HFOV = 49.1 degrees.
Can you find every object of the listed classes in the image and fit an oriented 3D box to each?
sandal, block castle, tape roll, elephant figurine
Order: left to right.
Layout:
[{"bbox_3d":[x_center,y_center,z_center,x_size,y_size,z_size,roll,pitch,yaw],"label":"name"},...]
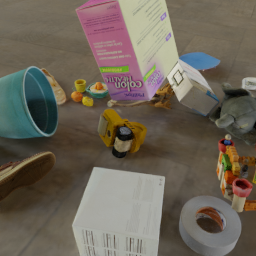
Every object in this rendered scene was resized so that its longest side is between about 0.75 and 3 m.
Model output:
[{"bbox_3d":[-3.393,-2.001,11.617,1.023,0.918,2.791,-24,45,-27],"label":"sandal"},{"bbox_3d":[1.924,2.296,6.654,1.378,0.455,1.378,1,39,-1],"label":"tape roll"},{"bbox_3d":[3.732,-0.695,9.667,1.880,2.062,2.657,-41,28,11],"label":"elephant figurine"},{"bbox_3d":[3.201,1.058,7.228,1.502,1.055,2.248,2,29,6],"label":"block castle"}]

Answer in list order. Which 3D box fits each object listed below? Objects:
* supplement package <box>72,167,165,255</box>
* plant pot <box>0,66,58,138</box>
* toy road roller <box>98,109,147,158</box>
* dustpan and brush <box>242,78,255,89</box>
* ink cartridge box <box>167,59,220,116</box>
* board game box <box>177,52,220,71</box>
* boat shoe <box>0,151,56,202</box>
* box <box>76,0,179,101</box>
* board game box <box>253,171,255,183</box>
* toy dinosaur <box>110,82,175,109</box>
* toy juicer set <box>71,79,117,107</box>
[{"bbox_3d":[-0.120,1.995,6.370,1.725,1.269,1.649,7,39,8],"label":"supplement package"},{"bbox_3d":[-3.729,-0.633,9.099,2.127,2.264,2.264,-12,38,9],"label":"plant pot"},{"bbox_3d":[-0.139,0.127,8.991,1.165,0.981,1.596,-12,44,-34],"label":"toy road roller"},{"bbox_3d":[5.582,-1.930,11.975,1.265,0.362,0.883,12,40,15],"label":"dustpan and brush"},{"bbox_3d":[2.401,-1.654,10.841,1.369,0.800,2.359,24,31,-25],"label":"ink cartridge box"},{"bbox_3d":[3.319,-3.046,13.383,1.585,0.391,2.006,-21,38,-18],"label":"board game box"},{"bbox_3d":[-3.182,1.242,7.693,2.390,0.862,0.860,-34,51,-26],"label":"boat shoe"},{"bbox_3d":[0.190,-2.759,8.585,1.428,2.953,2.597,3,41,33],"label":"box"},{"bbox_3d":[4.118,1.208,8.223,0.634,0.199,1.328,18,45,22],"label":"board game box"},{"bbox_3d":[0.945,-1.080,10.776,2.873,0.868,1.526,-24,16,-33],"label":"toy dinosaur"},{"bbox_3d":[-1.213,-1.414,11.147,2.212,0.602,1.407,8,39,9],"label":"toy juicer set"}]
